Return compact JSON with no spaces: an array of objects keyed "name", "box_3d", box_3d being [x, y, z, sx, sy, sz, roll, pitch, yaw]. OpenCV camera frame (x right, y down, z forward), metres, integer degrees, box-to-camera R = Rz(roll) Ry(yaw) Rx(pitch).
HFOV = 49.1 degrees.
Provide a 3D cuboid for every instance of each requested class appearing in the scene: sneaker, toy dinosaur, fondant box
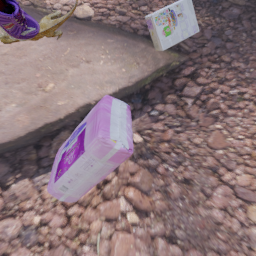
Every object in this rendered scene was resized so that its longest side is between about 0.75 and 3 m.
[{"name":"sneaker","box_3d":[-2.632,-2.516,6.374,0.784,1.879,0.757,7,90,22]},{"name":"toy dinosaur","box_3d":[-2.282,-2.811,7.888,2.800,0.815,1.416,-15,24,18]},{"name":"fondant box","box_3d":[1.424,-3.277,8.856,1.560,1.126,0.454,-32,26,-19]}]

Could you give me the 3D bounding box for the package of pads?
[{"name":"package of pads","box_3d":[-0.777,0.489,5.790,0.823,2.175,1.311,30,36,-23]}]
